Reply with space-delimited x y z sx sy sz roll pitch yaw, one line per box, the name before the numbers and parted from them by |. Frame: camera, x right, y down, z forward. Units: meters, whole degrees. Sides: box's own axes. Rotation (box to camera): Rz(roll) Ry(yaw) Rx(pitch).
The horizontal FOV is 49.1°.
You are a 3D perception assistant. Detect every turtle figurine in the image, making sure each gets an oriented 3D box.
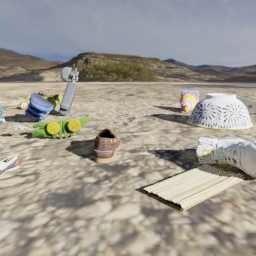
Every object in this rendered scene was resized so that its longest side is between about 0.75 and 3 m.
turtle figurine | -4.670 -1.558 15.284 2.204 0.880 2.734 4 12 21

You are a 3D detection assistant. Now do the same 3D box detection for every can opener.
can opener | -2.897 -1.807 13.026 0.947 0.756 2.833 16 46 -10

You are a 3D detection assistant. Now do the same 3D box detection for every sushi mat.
sushi mat | 1.206 0.972 4.935 1.867 0.113 0.893 -10 14 -40

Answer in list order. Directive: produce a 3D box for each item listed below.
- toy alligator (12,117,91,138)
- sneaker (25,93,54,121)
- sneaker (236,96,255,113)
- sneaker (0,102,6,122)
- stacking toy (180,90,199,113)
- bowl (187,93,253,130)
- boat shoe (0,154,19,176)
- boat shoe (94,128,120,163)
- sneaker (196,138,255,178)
toy alligator | -2.215 0.071 8.280 2.284 0.549 0.757 -7 4 -6
sneaker | -3.352 -0.695 10.482 0.851 0.947 2.303 38 -9 -7
sneaker | 5.519 -1.072 13.569 2.126 0.795 1.129 7 5 -10
sneaker | -5.285 -0.652 11.231 0.636 0.747 1.638 -5 13 -22
stacking toy | 2.955 -1.152 13.866 0.938 0.992 1.708 5 26 17
bowl | 3.484 -0.717 10.634 2.399 1.126 2.399 1 11 0
boat shoe | -2.521 0.763 5.542 0.312 0.274 0.877 7 15 23
boat shoe | -0.504 0.315 6.910 0.615 0.614 1.747 -1 10 -2
sneaker | 1.960 0.579 5.574 1.133 0.722 1.961 -1 2 1
